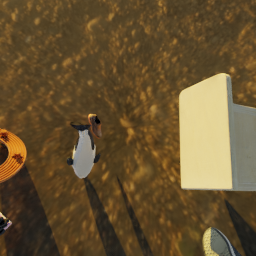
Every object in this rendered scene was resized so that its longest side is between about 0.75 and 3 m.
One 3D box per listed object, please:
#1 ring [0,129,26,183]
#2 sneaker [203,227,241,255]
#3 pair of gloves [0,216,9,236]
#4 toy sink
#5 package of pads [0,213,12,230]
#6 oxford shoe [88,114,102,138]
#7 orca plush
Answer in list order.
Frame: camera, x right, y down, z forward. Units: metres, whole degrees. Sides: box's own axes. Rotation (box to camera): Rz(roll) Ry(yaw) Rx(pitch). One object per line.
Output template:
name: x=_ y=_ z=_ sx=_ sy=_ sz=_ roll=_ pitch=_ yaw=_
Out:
ring: x=-3.894 y=0.602 z=7.124 sx=2.482 sy=0.238 sz=2.482 roll=11 pitch=31 yaw=-7
sneaker: x=2.600 y=3.277 z=6.599 sx=0.700 sy=1.330 sz=1.841 roll=-48 pitch=38 yaw=15
pair of gloves: x=-3.508 y=2.052 z=6.276 sx=1.267 sy=0.176 sz=1.422 roll=-28 pitch=110 yaw=-11
toy sink: x=2.354 y=0.223 z=6.898 sx=1.447 sy=1.683 sz=2.582 roll=7 pitch=76 yaw=-28
package of pads: x=-3.505 y=2.547 z=6.959 sx=0.623 sy=0.391 sz=1.034 roll=44 pitch=67 yaw=1
oxford shoe: x=-0.874 y=-0.036 z=7.874 sx=0.275 sy=0.753 sz=0.269 roll=0 pitch=31 yaw=37
orca plush: x=-1.283 y=0.504 z=7.388 sx=0.904 sy=1.718 sz=0.611 roll=-22 pitch=40 yaw=-15
